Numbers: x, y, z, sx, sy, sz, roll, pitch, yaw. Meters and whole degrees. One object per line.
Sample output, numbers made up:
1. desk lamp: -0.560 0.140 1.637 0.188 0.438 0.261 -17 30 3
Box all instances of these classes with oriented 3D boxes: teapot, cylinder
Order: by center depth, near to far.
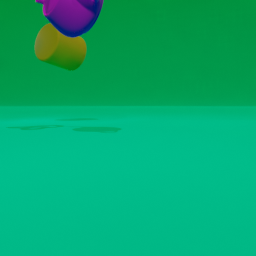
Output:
1. teapot: -1.139 -2.406 5.228 1.010 1.283 2.063 15 3 -37
2. cylinder: -2.280 -2.709 9.522 1.249 1.249 1.249 4 -4 37
